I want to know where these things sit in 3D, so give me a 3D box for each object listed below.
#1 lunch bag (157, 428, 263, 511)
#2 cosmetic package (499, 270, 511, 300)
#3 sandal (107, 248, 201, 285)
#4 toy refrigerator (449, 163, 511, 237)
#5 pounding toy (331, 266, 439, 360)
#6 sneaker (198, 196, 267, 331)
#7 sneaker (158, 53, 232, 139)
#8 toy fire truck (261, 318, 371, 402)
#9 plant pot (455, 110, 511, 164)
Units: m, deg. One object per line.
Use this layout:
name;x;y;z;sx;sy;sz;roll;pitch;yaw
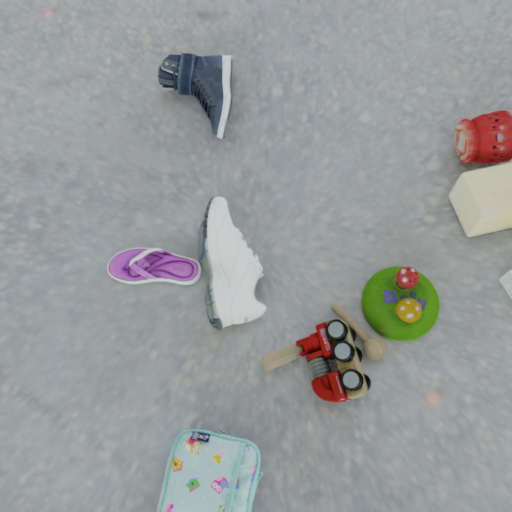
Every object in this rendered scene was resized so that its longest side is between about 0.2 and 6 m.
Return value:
lunch bag;-0.655;3.423;8.192;1.389;0.668;1.732;11;69;4
cosmetic package;4.526;0.474;9.434;0.479;0.479;0.581;-25;71;-9
sandal;-1.755;0.134;9.608;1.625;0.399;0.661;2;69;1
toy refrigerator;4.781;-1.108;9.879;2.411;0.843;0.915;-13;65;-7
pounding toy;2.271;0.783;9.147;1.693;0.785;1.306;-30;72;-11
sneaker;-0.437;0.090;9.514;1.011;0.865;2.321;-5;75;-15
sneaker;-1.161;-3.053;10.587;1.415;0.745;1.958;3;59;-10
toy fire truck;0.926;1.740;8.833;1.401;0.902;1.233;-22;67;17
plant pot;4.155;-2.120;10.210;0.854;0.938;0.938;-9;69;2
